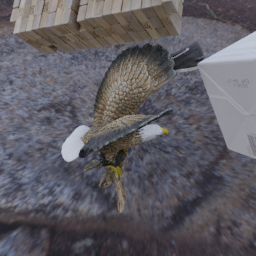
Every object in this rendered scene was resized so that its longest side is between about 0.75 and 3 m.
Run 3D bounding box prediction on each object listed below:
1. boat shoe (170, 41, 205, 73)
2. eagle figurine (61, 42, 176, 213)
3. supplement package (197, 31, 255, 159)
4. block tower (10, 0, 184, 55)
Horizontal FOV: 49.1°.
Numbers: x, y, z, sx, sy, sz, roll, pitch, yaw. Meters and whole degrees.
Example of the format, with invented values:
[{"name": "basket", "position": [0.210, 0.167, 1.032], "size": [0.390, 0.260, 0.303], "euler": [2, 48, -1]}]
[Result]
[{"name": "boat shoe", "position": [0.655, -1.295, 5.560], "size": [1.720, 0.490, 0.575], "euler": [-7, 23, 29]}, {"name": "eagle figurine", "position": [-0.096, -0.050, 4.375], "size": [1.674, 2.219, 1.683], "euler": [-30, 59, -28]}, {"name": "supplement package", "position": [2.778, -0.824, 4.071], "size": [2.730, 1.635, 1.655], "euler": [-30, 18, -12]}, {"name": "block tower", "position": [-0.443, -1.530, 3.738], "size": [2.453, 0.709, 0.663], "euler": [1, 77, 29]}]
